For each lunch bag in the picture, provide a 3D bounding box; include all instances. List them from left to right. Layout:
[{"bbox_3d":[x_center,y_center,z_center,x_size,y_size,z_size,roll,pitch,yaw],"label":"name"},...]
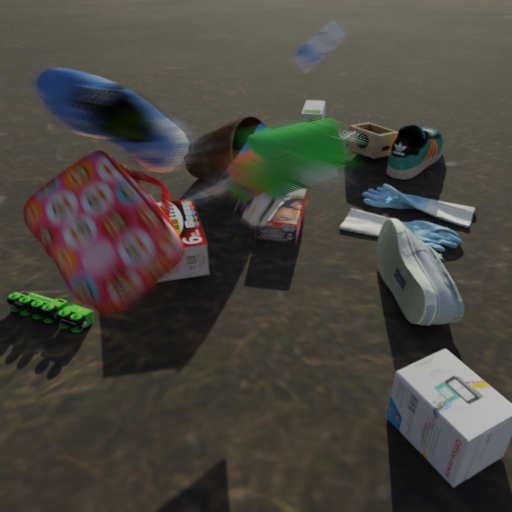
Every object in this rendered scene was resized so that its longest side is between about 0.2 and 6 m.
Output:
[{"bbox_3d":[-2.014,-0.444,7.740,1.815,0.844,2.060,-39,67,-2],"label":"lunch bag"}]

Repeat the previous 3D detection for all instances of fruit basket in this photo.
[{"bbox_3d":[0.191,-1.073,7.204,1.810,0.848,1.676,-26,0,44],"label":"fruit basket"}]

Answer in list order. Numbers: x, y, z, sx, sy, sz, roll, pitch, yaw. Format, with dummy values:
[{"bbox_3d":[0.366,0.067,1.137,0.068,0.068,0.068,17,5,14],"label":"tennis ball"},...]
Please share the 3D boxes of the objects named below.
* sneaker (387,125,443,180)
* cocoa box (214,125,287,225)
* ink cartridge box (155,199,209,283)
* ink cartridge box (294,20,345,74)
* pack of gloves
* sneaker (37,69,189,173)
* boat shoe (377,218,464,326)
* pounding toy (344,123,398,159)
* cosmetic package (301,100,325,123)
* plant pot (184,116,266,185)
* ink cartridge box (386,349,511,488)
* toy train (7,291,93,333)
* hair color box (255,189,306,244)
[{"bbox_3d":[4.438,-3.090,15.214,1.010,1.131,2.831,20,39,27],"label":"sneaker"},{"bbox_3d":[0.098,-1.394,9.875,0.960,1.463,0.976,38,9,9],"label":"cocoa box"},{"bbox_3d":[-1.932,-0.312,11.469,1.640,0.783,1.868,-9,36,-12],"label":"ink cartridge box"},{"bbox_3d":[0.990,-3.265,8.775,0.726,0.306,0.525,-42,5,0],"label":"ink cartridge box"},{"bbox_3d":[3.505,-1.033,12.773,2.637,0.520,2.216,15,36,21],"label":"pack of gloves"},{"bbox_3d":[-2.126,-2.129,7.951,2.475,1.103,0.972,27,82,14],"label":"sneaker"},{"bbox_3d":[3.063,0.295,10.583,1.009,0.989,2.834,8,35,-12],"label":"boat shoe"},{"bbox_3d":[3.045,-3.113,15.651,1.194,0.922,1.297,29,34,34],"label":"pounding toy"},{"bbox_3d":[1.824,-4.498,17.825,0.659,0.520,1.225,4,36,10],"label":"cosmetic package"},{"bbox_3d":[-0.823,-2.470,14.029,1.894,1.771,1.771,0,29,35],"label":"plant pot"},{"bbox_3d":[2.639,2.179,7.650,0.978,0.982,1.339,-18,39,-24],"label":"ink cartridge box"},{"bbox_3d":[-3.685,0.951,10.036,1.737,0.362,0.490,14,27,20],"label":"toy train"},{"bbox_3d":[0.578,-0.970,12.660,0.929,0.536,1.675,6,36,8],"label":"hair color box"}]
